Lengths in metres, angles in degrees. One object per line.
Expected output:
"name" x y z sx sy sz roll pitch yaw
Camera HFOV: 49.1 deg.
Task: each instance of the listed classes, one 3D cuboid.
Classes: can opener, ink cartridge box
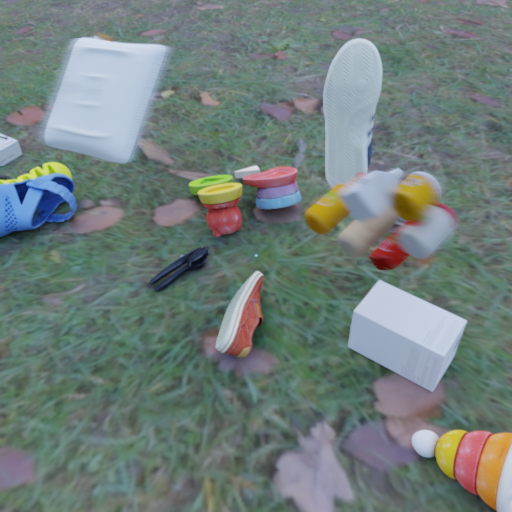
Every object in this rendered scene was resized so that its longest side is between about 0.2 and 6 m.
"can opener" -1.490 0.223 10.833 1.323 0.520 0.419 -33 59 -19
"ink cartridge box" -6.493 -2.687 13.994 0.992 0.412 0.728 22 47 22

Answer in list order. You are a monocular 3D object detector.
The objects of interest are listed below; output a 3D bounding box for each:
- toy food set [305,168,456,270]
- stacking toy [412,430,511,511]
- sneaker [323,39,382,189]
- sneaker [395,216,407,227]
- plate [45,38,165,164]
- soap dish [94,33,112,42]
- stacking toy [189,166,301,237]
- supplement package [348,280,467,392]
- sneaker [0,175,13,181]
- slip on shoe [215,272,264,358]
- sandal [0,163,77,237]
"toy food set" 1.864 -0.664 7.607 1.188 2.640 1.260 -42 98 -18
"stacking toy" 2.914 2.772 7.777 1.532 1.119 1.119 13 41 39
"sneaker" 1.565 -2.314 9.364 0.911 2.431 1.027 10 20 10
"sneaker" 3.094 -1.107 11.944 2.059 0.844 0.769 28 49 27
"plate" -2.724 -2.764 9.609 2.096 0.339 2.091 17 88 29
"soap dish" -3.015 -4.042 11.325 0.333 0.644 0.819 -8 0 -5
"stacking toy" -0.296 -1.256 12.434 2.364 0.999 2.140 -17 19 -22
"supplement package" 2.455 1.288 9.242 1.574 0.954 0.942 27 49 26
"sneaker" -6.362 -1.415 12.438 1.881 0.714 0.854 -24 41 -27
"slip on shoe" -0.170 1.021 9.851 0.590 0.714 1.929 31 39 -10
"sandal" -4.982 -0.975 11.636 2.974 1.182 1.295 -32 56 -29
